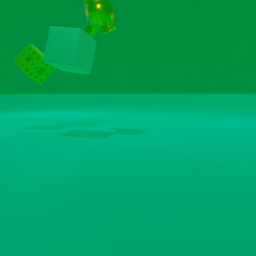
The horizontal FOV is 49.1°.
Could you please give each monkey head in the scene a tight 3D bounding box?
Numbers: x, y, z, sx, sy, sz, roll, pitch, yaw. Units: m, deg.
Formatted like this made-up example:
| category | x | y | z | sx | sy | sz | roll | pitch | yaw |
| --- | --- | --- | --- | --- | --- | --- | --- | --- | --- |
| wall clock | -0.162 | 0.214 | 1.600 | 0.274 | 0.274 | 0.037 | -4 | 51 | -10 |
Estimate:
| category | x | y | z | sx | sy | sz | roll | pitch | yaw |
| --- | --- | --- | --- | --- | --- | --- | --- | --- | --- |
| monkey head | -0.947 | -3.362 | 8.554 | 1.189 | 1.652 | 0.996 | -32 | -13 | 16 |

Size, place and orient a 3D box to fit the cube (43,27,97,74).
| category | x | y | z | sx | sy | sz | roll | pitch | yaw |
| --- | --- | --- | --- | --- | --- | --- | --- | --- | --- |
| cube | -1.593 | -2.137 | 7.805 | 0.975 | 0.975 | 0.975 | 11 | -1 | 20 |

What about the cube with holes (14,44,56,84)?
| category | x | y | z | sx | sy | sz | roll | pitch | yaw |
| --- | --- | --- | --- | --- | --- | --- | --- | --- | --- |
| cube with holes | -2.949 | -2.027 | 8.925 | 0.760 | 0.760 | 0.760 | 47 | 4 | 21 |
